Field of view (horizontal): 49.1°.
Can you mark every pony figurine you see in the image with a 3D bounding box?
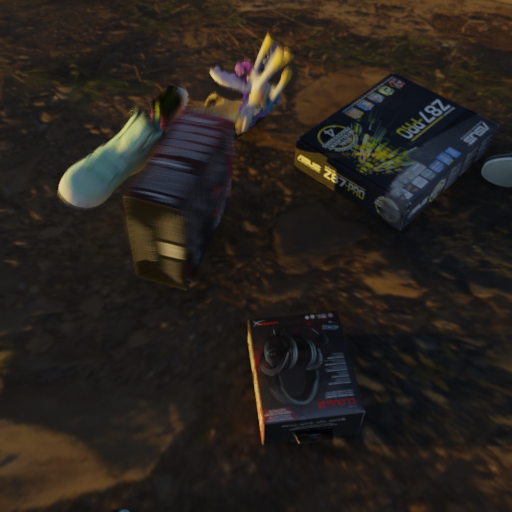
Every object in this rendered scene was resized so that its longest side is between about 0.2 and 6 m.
[{"bbox_3d":[-0.027,-3.644,11.898,1.536,1.845,1.781,22,30,-31],"label":"pony figurine"}]

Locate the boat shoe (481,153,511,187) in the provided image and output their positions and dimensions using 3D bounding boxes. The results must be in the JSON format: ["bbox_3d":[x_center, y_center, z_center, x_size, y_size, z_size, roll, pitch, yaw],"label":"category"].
[{"bbox_3d":[6.126,-2.041,12.804,2.180,0.824,0.658,6,50,-10],"label":"boat shoe"}]

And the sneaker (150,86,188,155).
[{"bbox_3d":[-2.039,-2.907,11.856,0.619,0.734,1.677,31,91,8],"label":"sneaker"}]

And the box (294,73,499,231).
[{"bbox_3d":[3.272,-2.591,13.125,3.092,0.942,3.837,39,59,24],"label":"box"}]

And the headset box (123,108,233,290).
[{"bbox_3d":[-1.346,-1.227,11.003,1.130,2.239,3.012,15,51,8],"label":"headset box"}]

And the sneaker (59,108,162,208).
[{"bbox_3d":[-2.614,-1.884,10.271,0.879,1.409,2.388,39,39,-3],"label":"sneaker"}]

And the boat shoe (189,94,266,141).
[{"bbox_3d":[-0.712,-3.312,13.038,1.078,1.014,2.831,52,31,-1],"label":"boat shoe"}]

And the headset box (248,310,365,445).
[{"bbox_3d":[0.770,2.063,9.259,1.608,0.834,2.161,-5,48,-4],"label":"headset box"}]

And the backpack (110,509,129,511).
[{"bbox_3d":[-2.246,4.252,6.577,2.452,2.155,1.879,-35,69,-27],"label":"backpack"}]
